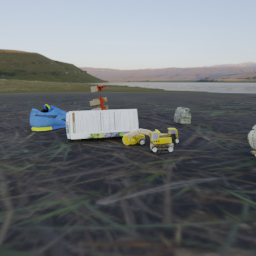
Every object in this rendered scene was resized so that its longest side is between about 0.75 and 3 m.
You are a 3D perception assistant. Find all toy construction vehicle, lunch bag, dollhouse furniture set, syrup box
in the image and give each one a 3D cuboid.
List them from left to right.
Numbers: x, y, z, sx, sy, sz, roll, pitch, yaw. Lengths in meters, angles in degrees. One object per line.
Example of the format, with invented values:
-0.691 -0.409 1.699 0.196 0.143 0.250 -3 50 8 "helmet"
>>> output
-1.572 -1.657 16.252 0.854 1.640 1.658 -8 9 11 "dollhouse furniture set"
-0.834 -0.129 8.976 2.190 0.892 0.862 -4 0 -18 "syrup box"
0.689 0.227 7.957 1.704 0.600 1.484 0 9 -1 "toy construction vehicle"
2.436 -0.567 12.455 0.583 0.701 0.836 -2 10 -13 "lunch bag"

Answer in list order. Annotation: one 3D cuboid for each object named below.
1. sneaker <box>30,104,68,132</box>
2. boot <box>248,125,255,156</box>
-2.781 -0.482 11.206 0.826 0.983 2.507 4 9 34 "sneaker"
3.428 0.393 5.820 2.731 0.984 2.112 0 8 -36 "boot"
